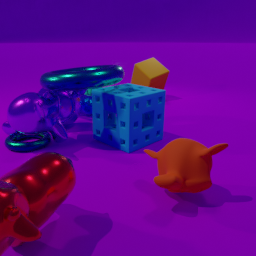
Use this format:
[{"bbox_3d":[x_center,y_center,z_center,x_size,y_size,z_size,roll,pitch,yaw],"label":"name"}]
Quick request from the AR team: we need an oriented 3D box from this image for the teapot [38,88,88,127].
[{"bbox_3d":[-1.809,-0.630,7.474,2.029,1.262,0.994,-34,13,-4],"label":"teapot"}]

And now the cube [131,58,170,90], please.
[{"bbox_3d":[0.865,-2.016,11.204,1.015,1.015,1.015,-26,59,-29],"label":"cube"}]

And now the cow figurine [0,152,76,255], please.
[{"bbox_3d":[-1.129,0.733,3.074,0.900,1.613,1.639,45,46,3],"label":"cow figurine"}]

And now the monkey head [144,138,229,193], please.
[{"bbox_3d":[0.782,0.553,4.294,1.423,0.858,1.024,-8,-16,35],"label":"monkey head"}]

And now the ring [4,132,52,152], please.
[{"bbox_3d":[-2.332,0.283,6.580,1.061,0.212,1.061,0,19,0],"label":"ring"}]

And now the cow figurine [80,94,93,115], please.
[{"bbox_3d":[-1.503,-0.739,8.611,1.354,0.755,1.376,2,6,-32],"label":"cow figurine"}]

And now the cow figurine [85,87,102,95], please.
[{"bbox_3d":[-1.203,-1.637,10.308,0.980,0.965,0.538,-3,-6,-43],"label":"cow figurine"}]

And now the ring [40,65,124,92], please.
[{"bbox_3d":[-1.070,-1.205,6.629,1.979,0.396,1.979,-5,16,2],"label":"ring"}]

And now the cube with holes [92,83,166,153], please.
[{"bbox_3d":[0.014,-0.307,6.693,1.224,1.224,1.224,18,26,40],"label":"cube with holes"}]

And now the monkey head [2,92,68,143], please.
[{"bbox_3d":[-2.004,-0.141,6.224,1.841,1.325,1.109,-20,7,43],"label":"monkey head"}]
